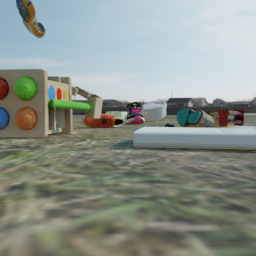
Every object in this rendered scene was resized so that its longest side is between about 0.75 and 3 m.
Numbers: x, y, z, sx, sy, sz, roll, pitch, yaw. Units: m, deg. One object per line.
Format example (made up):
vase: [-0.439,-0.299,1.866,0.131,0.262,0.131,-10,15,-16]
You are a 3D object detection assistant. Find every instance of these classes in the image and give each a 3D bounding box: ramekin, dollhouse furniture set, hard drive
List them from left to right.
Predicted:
ramekin: [1.775,-1.148,19.770,2.020,0.941,2.020,-11,16,3]
hard drive: [1.492,0.189,5.935,2.531,0.338,1.669,1,4,11]
dollhouse furniture set: [4.626,-0.537,13.937,1.082,0.818,2.011,-2,4,-25]

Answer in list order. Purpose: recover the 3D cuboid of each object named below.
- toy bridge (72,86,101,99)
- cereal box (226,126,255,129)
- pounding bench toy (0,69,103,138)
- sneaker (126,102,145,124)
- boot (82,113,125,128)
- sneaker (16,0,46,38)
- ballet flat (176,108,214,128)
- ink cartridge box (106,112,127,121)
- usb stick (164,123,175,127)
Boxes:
toy bridge: [-2.435,-1.861,14.757,0.957,0.387,2.846,30,8,20]
cereal box: [3.512,0.096,7.851,1.428,0.282,1.027,1,4,17]
pounding bench toy: [-2.409,-0.705,8.286,2.957,1.837,2.306,1,3,8]
sneaker: [0.389,-0.910,16.338,1.071,1.270,2.904,0,3,-2]
boot: [-1.040,-0.325,12.131,1.827,0.685,0.980,-1,9,-28]
sneaker: [-3.512,-3.845,9.709,0.700,0.598,1.589,28,-27,30]
ballet flat: [2.811,-0.306,11.784,0.863,0.873,2.565,20,5,-11]
ink cartridge box: [-0.682,-0.824,19.925,1.158,0.666,1.978,1,4,20]
usb stick: [1.638,-0.065,10.994,0.401,0.236,1.446,0,3,9]
